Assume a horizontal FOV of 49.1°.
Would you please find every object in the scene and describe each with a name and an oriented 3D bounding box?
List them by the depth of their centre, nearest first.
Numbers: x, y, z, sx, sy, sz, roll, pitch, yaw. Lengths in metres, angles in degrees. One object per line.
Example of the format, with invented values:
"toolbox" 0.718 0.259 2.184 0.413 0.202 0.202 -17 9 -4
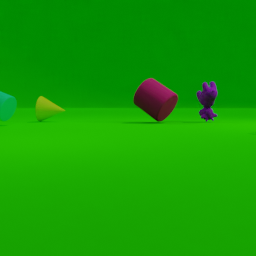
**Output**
"cylinder" -4.406 -0.790 9.419 0.900 0.900 0.900 21 8 8
"cylinder" 1.092 -1.111 11.097 1.285 1.285 1.285 39 23 25
"cow figurine" 3.277 -1.031 11.416 0.751 1.347 1.368 -7 -26 -10
"cone" -3.169 -0.765 11.821 1.079 1.075 1.075 4 5 5
